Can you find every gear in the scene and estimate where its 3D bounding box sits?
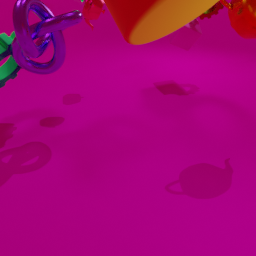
[{"bbox_3d":[-3.064,-1.579,6.808,0.312,1.685,1.685,44,39,-1],"label":"gear"},{"bbox_3d":[2.737,-4.210,9.601,1.115,1.115,0.206,-5,67,-9],"label":"gear"}]

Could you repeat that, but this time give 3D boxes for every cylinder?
[{"bbox_3d":[0.244,-1.706,2.738,1.277,1.277,1.277,-28,0,0],"label":"cylinder"}]

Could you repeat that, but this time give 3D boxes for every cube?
[{"bbox_3d":[1.979,-3.407,9.905,0.825,0.825,0.825,14,52,-24],"label":"cube"}]

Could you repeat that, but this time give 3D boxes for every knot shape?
[{"bbox_3d":[-1.819,-1.977,5.848,0.830,1.796,1.681,42,6,13],"label":"knot shape"}]

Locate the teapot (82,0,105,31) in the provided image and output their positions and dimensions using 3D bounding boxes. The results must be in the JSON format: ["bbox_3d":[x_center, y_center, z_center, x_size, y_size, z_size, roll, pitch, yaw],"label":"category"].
[{"bbox_3d":[-1.074,-3.797,8.928,0.679,1.387,0.863,18,31,-19],"label":"teapot"}]

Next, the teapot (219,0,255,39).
[{"bbox_3d":[2.450,-2.198,5.455,1.785,1.110,0.874,17,-23,-30],"label":"teapot"}]

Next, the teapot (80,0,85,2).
[{"bbox_3d":[-1.205,-3.776,7.401,0.688,1.107,0.542,0,-5,-9],"label":"teapot"}]
